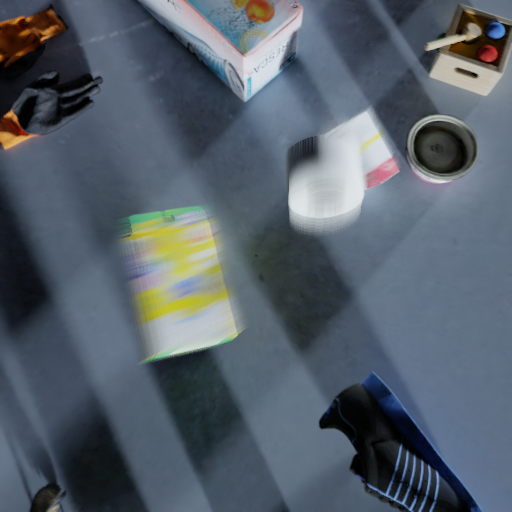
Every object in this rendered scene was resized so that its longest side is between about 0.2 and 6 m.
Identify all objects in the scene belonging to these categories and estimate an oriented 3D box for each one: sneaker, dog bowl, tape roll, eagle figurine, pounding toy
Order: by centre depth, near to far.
[{"bbox_3d":[0.922,-1.076,7.690,1.029,1.029,0.707,-2,64,-1],"label":"tape roll"},{"bbox_3d":[2.338,3.459,8.632,1.284,1.156,3.296,-38,76,1],"label":"sneaker"},{"bbox_3d":[-3.263,4.062,8.699,0.689,0.685,0.908,-1,86,10],"label":"eagle figurine"},{"bbox_3d":[3.343,-1.906,10.253,1.310,0.483,1.310,0,76,0],"label":"dog bowl"},{"bbox_3d":[3.914,-3.897,10.455,1.505,1.070,1.386,21,76,5],"label":"pounding toy"}]

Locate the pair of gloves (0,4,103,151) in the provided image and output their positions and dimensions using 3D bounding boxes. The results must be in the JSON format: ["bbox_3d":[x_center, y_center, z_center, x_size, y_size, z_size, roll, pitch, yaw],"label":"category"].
[{"bbox_3d":[-4.368,-3.474,10.742,2.324,0.322,2.608,-31,79,-8],"label":"pair of gloves"}]

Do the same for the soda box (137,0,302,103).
[{"bbox_3d":[-1.289,-5.167,10.501,1.479,1.591,4.653,-42,79,-10],"label":"soda box"}]

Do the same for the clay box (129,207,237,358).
[{"bbox_3d":[-1.233,0.376,9.022,1.298,0.538,2.260,-9,73,-20],"label":"clay box"}]

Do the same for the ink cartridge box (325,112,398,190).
[{"bbox_3d":[1.812,-1.795,9.822,0.499,0.868,1.196,-35,99,-25],"label":"ink cartridge box"}]
